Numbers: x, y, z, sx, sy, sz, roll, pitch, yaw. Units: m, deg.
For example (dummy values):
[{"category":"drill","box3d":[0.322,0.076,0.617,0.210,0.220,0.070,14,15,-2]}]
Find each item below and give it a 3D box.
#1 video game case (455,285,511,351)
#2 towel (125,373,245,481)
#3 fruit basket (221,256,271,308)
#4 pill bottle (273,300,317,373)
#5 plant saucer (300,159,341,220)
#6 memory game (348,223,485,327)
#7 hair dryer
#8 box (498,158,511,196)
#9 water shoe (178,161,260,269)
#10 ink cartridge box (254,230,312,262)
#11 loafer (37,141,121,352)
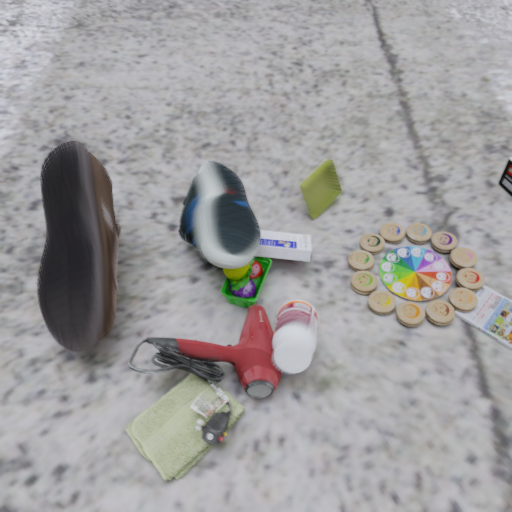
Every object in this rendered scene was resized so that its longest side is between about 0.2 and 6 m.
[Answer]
[{"category":"video game case","box3d":[4.011,1.017,9.276,1.182,0.106,0.846,34,57,25]},{"category":"towel","box3d":[-1.003,2.364,8.027,1.502,0.274,1.115,-37,60,-27]},{"category":"fruit basket","box3d":[-0.208,0.291,9.334,0.724,1.003,1.003,13,51,13]},{"category":"pill bottle","box3d":[0.583,1.189,8.365,0.633,0.633,1.155,7,26,6]},{"category":"plant saucer","box3d":[1.184,-1.289,10.632,0.877,0.878,0.210,-44,47,-17]},{"category":"memory game","box3d":[2.783,0.257,9.818,2.369,0.151,2.369,-1,48,2]},{"category":"hair dryer","box3d":[-0.469,1.412,8.265,1.842,0.657,2.418,44,41,12]},{"category":"box","box3d":[6.617,-0.632,10.290,2.144,0.676,3.896,-17,52,-14]},{"category":"water shoe","box3d":[-0.686,-0.472,9.390,1.070,1.181,2.992,28,26,-21]},{"category":"ink cartridge box","box3d":[0.253,-0.210,9.785,1.434,0.266,0.679,8,26,0]},{"category":"loafer","box3d":[-2.594,-0.173,8.924,1.241,1.206,3.398,-15,70,25]}]
